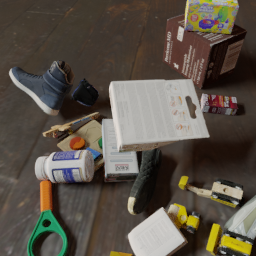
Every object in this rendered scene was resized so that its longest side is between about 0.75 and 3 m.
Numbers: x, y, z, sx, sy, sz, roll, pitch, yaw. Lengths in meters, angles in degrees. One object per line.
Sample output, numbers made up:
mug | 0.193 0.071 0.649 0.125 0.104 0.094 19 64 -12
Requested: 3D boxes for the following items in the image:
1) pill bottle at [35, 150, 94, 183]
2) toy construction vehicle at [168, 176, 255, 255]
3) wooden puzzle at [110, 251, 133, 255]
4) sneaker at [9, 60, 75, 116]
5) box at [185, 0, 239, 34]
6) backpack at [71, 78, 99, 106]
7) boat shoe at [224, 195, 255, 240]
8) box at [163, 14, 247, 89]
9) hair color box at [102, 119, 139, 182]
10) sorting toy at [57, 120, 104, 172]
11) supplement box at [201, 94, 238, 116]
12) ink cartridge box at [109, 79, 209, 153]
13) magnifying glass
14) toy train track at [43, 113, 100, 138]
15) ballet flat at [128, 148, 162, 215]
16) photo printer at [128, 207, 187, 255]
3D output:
pill bottle | -2.075 1.287 9.231 1.736 1.039 1.039 -4 45 10
toy construction vehicle | 2.463 2.582 8.267 2.410 0.849 2.098 12 58 23
wooden puzzle | -0.059 4.002 7.292 1.024 0.178 1.519 -3 46 3
sneaker | -3.447 -2.155 11.435 2.840 2.052 1.080 40 21 12
box | 3.527 -5.131 12.099 1.973 1.203 1.900 7 47 6
backpack | -1.490 -1.189 9.878 0.885 0.843 0.681 -54 19 2
boat shoe | 4.107 2.386 8.322 2.751 1.014 0.882 -30 59 -21
box | 3.508 -3.830 13.329 2.328 2.352 2.836 -27 52 -23
hair color box | -0.315 0.741 9.797 1.093 0.670 2.208 0 53 -10
sorting toy | -1.062 0.360 10.660 2.008 0.361 2.695 33 55 28
supplement box | 3.870 -0.999 11.938 1.423 0.433 0.774 7 46 5
ink cartridge box | 0.879 -0.447 8.588 2.677 0.670 2.154 -3 64 -13
magnifying glass | -2.428 2.788 8.408 1.092 0.307 2.745 -10 49 -9
toy train track | -2.145 -0.051 11.013 2.372 0.386 1.360 -25 17 -31
ballet flat | 0.501 1.686 9.179 0.761 0.891 2.680 -2 38 26
photo printer | 0.757 3.055 7.710 1.367 0.475 1.137 -37 61 -1
